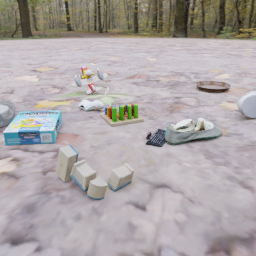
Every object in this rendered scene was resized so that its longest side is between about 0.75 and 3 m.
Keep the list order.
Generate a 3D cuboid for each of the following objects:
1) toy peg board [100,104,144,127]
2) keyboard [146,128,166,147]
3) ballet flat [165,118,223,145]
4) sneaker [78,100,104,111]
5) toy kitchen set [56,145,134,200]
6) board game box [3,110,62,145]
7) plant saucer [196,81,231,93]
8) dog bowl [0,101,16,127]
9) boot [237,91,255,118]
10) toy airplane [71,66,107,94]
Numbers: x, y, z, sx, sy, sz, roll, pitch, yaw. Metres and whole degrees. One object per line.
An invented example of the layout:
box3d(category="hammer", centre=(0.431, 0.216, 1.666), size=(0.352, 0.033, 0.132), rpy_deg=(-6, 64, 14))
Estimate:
box3d(category="toy peg board", centre=(-0.236, -0.608, 9.994), size=(1.233, 0.603, 1.228), rpy_deg=(-9, 24, -22))
box3d(category="keyboard", centre=(0.861, 0.258, 8.471), size=(0.669, 0.143, 1.114), rpy_deg=(9, 23, 22))
box3d(category="ballet flat", centre=(2.035, 0.024, 8.363), size=(2.029, 0.646, 0.684), rpy_deg=(-9, 24, -22))
box3d(category="sneaker", centre=(-1.450, -0.820, 10.920), size=(1.093, 0.411, 0.484), rpy_deg=(6, 37, 29))
box3d(category="toy kitchen set", centre=(-0.736, 0.967, 6.213), size=(1.081, 0.795, 1.349), rpy_deg=(-20, 50, -42))
box3d(category="board game box", centre=(-2.916, -0.063, 8.858), size=(1.405, 0.437, 1.861), rpy_deg=(-2, 22, -6))
box3d(category="plant saucer", centre=(4.253, -2.060, 14.041), size=(1.684, 0.270, 1.684), rpy_deg=(0, 21, 0))
box3d(category="dog bowl", centre=(-4.788, -0.444, 9.682), size=(1.802, 0.528, 1.802), rpy_deg=(1, 22, 0))
box3d(category="boot", centre=(4.710, -0.936, 10.607), size=(2.433, 0.895, 1.163), rpy_deg=(-2, 16, -30))
box3d(category="toy airplane", centre=(-1.813, -2.289, 13.127), size=(1.343, 0.952, 1.349), rpy_deg=(21, 60, 5))
